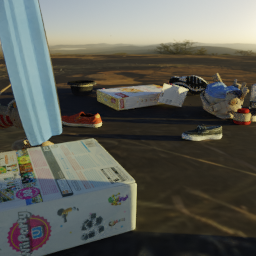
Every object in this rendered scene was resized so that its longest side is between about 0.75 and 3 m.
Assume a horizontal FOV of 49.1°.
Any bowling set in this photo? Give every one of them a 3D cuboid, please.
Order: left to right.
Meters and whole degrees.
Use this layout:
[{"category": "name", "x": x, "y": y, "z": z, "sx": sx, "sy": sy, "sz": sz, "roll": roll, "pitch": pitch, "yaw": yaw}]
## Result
[{"category": "bowling set", "x": -2.277, "y": 0.230, "z": 4.360, "sx": 1.339, "sy": 2.494, "sz": 1.736, "roll": 1, "pitch": 50, "yaw": 34}]

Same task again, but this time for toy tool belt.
[{"category": "toy tool belt", "x": 3.010, "y": -0.943, "z": 8.434, "sx": 1.253, "sy": 1.234, "sz": 2.008, "roll": -4, "pitch": 18, "yaw": -12}]

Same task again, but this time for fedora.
[{"category": "fedora", "x": -1.963, "y": -1.698, "z": 11.942, "sx": 1.247, "sy": 0.570, "sz": 1.247, "roll": 0, "pitch": 17, "yaw": 0}]

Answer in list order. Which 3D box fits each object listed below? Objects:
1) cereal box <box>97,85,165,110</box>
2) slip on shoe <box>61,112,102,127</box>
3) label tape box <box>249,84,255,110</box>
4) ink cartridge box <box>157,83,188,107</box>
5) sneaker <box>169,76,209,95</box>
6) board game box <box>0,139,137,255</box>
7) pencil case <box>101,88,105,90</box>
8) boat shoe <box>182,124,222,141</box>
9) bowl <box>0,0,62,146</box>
[{"category": "cereal box", "x": 0.331, "y": -1.202, "z": 10.455, "sx": 2.538, "sy": 0.502, "sz": 1.826, "roll": -10, "pitch": 20, "yaw": -28}, {"category": "slip on shoe", "x": -1.321, "y": -0.265, "z": 7.725, "sx": 1.244, "sy": 0.381, "sz": 0.461, "roll": 4, "pitch": 19, "yaw": 16}, {"category": "label tape box", "x": 4.676, "y": -0.985, "z": 9.252, "sx": 1.142, "sy": 0.824, "sz": 0.361, "roll": 13, "pitch": 22, "yaw": 36}, {"category": "ink cartridge box", "x": 1.442, "y": -1.135, "z": 9.454, "sx": 1.221, "sy": 0.665, "sz": 0.308, "roll": 6, "pitch": 21, "yaw": -39}, {"category": "sneaker", "x": 2.848, "y": -1.969, "z": 12.432, "sx": 0.889, "sy": 0.820, "sz": 2.223, "roll": -9, "pitch": 20, "yaw": -32}, {"category": "board game box", "x": -1.228, "y": 0.851, "z": 3.645, "sx": 2.217, "sy": 0.712, "sz": 1.635, "roll": -7, "pitch": 19, "yaw": -23}, {"category": "pencil case", "x": -0.915, "y": -1.438, "z": 11.578, "sx": 0.326, "sy": 0.312, "sz": 0.753, "roll": -48, "pitch": 26, "yaw": -1}, {"category": "boat shoe", "x": 1.759, "y": 0.080, "z": 6.667, "sx": 0.985, "sy": 0.349, "sz": 0.355, "roll": -3, "pitch": 18, "yaw": -11}, {"category": "bowl", "x": -1.525, "y": -1.082, "z": 4.399, "sx": 0.527, "sy": 2.686, "sz": 2.686, "roll": -12, "pitch": 20, "yaw": -15}]
